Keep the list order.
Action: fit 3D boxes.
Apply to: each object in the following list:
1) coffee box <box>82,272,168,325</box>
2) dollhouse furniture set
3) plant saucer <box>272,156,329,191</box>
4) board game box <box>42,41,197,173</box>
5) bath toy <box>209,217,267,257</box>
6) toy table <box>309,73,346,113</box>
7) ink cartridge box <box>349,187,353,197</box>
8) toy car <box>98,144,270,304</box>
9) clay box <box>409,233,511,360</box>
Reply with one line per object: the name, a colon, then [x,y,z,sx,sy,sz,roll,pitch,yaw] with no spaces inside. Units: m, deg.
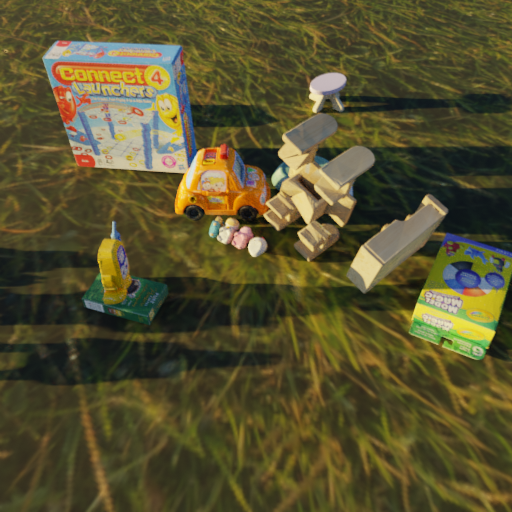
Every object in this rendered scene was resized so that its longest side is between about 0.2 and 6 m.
coffee box: [-2.140,0.666,9.192,1.206,0.265,0.742,12,46,12]
dollhouse furniture set: [1.594,-0.889,9.294,1.597,2.254,2.454,-35,70,-24]
plant saucer: [0.995,-1.693,11.369,1.379,0.248,1.379,-5,40,4]
board game box: [-2.556,-2.856,10.983,2.484,2.433,0.694,5,47,8]
bath toy: [-0.274,-0.340,10.090,1.130,0.418,0.491,26,94,23]
toy table: [1.686,-3.875,13.354,1.057,0.619,0.971,-28,52,-25]
ink cartridge box: [1.491,-1.273,11.140,0.846,0.183,0.831,3,46,6]
toy car: [-1.040,-0.727,9.610,1.899,1.288,3.872,12,41,15]
clay box: [3.367,0.604,9.087,1.213,0.502,2.111,20,48,19]
